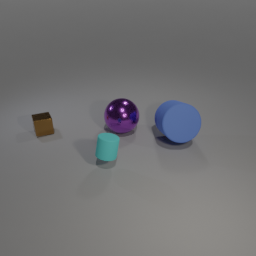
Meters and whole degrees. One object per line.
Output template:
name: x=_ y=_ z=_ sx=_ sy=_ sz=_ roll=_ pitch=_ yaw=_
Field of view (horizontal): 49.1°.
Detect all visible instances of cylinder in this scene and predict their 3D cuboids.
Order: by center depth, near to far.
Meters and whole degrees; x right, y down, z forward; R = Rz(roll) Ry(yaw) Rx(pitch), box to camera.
cylinder: x=-0.663 y=0.600 z=8.983 sx=0.700 sy=0.700 sz=0.700 roll=9 pitch=19 yaw=-3
cylinder: x=1.799 y=-0.277 z=10.351 sx=1.400 sy=1.400 sz=1.400 roll=-3 pitch=11 yaw=-6

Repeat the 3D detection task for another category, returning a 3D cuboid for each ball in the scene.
ball: x=-0.247 y=-0.479 z=11.065 sx=1.400 sy=1.400 sz=1.400 roll=0 pitch=29 yaw=0

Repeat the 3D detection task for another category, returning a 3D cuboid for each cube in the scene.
cube: x=-3.407 y=-0.152 z=11.199 sx=0.700 sy=0.700 sz=0.700 roll=-12 pitch=30 yaw=-21
